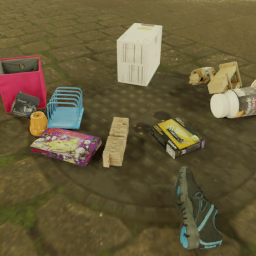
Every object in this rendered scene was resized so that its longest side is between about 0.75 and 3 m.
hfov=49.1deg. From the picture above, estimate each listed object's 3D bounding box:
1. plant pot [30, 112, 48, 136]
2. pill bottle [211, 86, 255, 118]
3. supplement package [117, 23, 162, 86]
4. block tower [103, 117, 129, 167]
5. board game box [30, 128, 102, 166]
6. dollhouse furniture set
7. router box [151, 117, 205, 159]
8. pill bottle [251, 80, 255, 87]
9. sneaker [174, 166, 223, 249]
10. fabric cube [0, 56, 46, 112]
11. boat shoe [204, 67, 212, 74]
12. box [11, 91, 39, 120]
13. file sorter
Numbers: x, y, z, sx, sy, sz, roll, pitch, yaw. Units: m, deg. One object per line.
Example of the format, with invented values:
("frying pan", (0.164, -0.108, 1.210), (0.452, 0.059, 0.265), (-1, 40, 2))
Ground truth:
("plant pot", (-3.475, -0.211, 10.979), (0.798, 0.731, 0.798), (0, 36, 0))
("pill bottle", (4.658, -1.060, 11.765), (2.078, 1.209, 1.209), (-10, 37, -11))
("supplement package", (0.654, -3.949, 14.781), (1.606, 2.257, 2.897), (11, 38, 14))
("block tower", (-0.393, 0.472, 10.161), (0.638, 0.596, 2.207), (4, 37, 8))
("board game box", (-2.238, 0.615, 10.233), (2.222, 0.359, 1.333), (12, 34, 16))
("dollhouse furniture set", (3.789, -1.796, 13.114), (2.251, 1.415, 2.546), (-4, 28, 39))
("router box", (1.824, 0.326, 10.487), (1.294, 0.430, 1.645), (-19, 41, -20))
("pill bottle", (6.471, -1.659, 12.871), (0.838, 0.838, 1.493), (-14, 38, -18))
("sneaker", (1.869, 2.153, 7.749), (0.998, 0.892, 2.436), (4, 46, -3))
("fabric cube", (-4.685, -1.994, 12.532), (1.766, 1.795, 1.801), (-9, 37, -11))
("boat shoe", (4.078, -3.089, 15.282), (1.111, 0.388, 0.396), (-17, 23, -22))
("box", (-4.233, -0.912, 11.529), (0.873, 0.888, 0.521), (19, 33, -28))
("file sorter", (-2.500, -0.859, 11.349), (1.214, 1.074, 1.750), (3, 28, -4))
